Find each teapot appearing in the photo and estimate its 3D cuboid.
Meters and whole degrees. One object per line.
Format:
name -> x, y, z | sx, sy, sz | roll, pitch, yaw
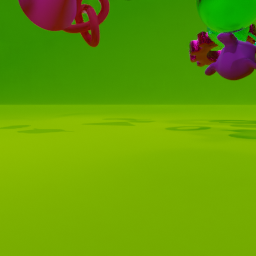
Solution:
teapot -> 2.436, -2.447, 6.820 | 1.640, 0.803, 1.020 | 35, 9, 3

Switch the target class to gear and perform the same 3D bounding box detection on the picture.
gear -> 2.962, -2.498, 8.665 | 2.077, 0.384, 2.077 | -3, -14, -1

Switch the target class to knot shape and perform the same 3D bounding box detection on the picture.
knot shape -> -1.569, -3.764, 9.614 | 1.762, 1.883, 0.870 | 9, 11, 27

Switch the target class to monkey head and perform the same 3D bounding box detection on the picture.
monkey head -> 2.109, -1.426, 5.684 | 0.947, 0.793, 1.317 | 26, -11, -36

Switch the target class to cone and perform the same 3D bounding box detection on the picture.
cone -> -1.681, -3.490, 6.943 | 1.646, 1.646, 1.652 | -4, 0, -36

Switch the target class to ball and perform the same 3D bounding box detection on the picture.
ball -> 1.648, -2.089, 4.505 | 1.076, 1.076, 1.076 | 0, 5, 0
